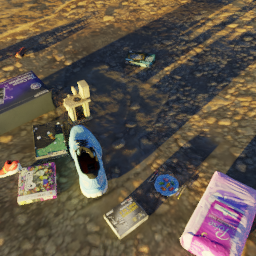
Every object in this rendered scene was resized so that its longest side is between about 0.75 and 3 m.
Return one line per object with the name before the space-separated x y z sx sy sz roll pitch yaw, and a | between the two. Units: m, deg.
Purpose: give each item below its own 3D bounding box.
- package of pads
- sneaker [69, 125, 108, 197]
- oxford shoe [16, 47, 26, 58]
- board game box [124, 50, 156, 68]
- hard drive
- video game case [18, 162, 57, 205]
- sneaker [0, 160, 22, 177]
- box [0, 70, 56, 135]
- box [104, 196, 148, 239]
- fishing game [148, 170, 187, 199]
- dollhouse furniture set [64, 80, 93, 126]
package of pads | 2.690 2.551 7.966 1.501 0.942 2.490 24 52 24
sneaker | -1.321 0.828 9.318 1.093 1.254 2.789 -16 50 -14
oxford shoe | -5.379 -3.816 14.272 0.310 0.304 0.855 27 46 -12
board game box | 0.586 -3.424 13.916 1.416 0.199 0.958 13 49 11
hard drive | -2.876 0.443 10.318 1.127 0.305 1.613 -13 48 -12
video game case | -2.952 1.783 9.146 1.177 0.233 1.299 -9 48 -8
sneaker | -3.450 1.155 8.117 1.019 0.433 0.392 -18 -2 28
box | -4.550 -1.045 11.215 2.618 1.032 1.847 -31 57 -25
box | -0.064 2.644 8.343 1.055 0.255 0.836 -29 54 -23
fishing game | 1.258 1.836 9.145 1.157 0.180 0.828 29 51 24
dollhouse furniture set | -2.201 -1.249 10.907 0.952 1.712 1.514 -24 52 -20
